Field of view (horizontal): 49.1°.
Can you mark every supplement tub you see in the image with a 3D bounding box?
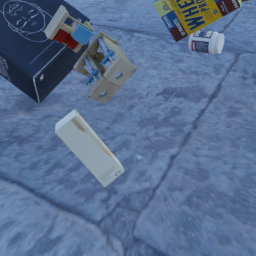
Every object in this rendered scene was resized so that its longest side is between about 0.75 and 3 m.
[{"bbox_3d":[2.714,-2.981,9.728,1.060,0.744,0.744,18,40,28],"label":"supplement tub"}]

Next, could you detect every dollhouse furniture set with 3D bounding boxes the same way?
[{"bbox_3d":[-0.911,-1.476,5.992,1.631,1.143,1.150,18,32,-47],"label":"dollhouse furniture set"}]

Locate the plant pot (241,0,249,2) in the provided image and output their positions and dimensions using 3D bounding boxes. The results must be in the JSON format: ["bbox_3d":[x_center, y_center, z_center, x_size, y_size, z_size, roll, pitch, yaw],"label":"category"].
[{"bbox_3d":[3.467,-4.470,8.320,1.952,1.952,0.901,0,59,0],"label":"plant pot"}]

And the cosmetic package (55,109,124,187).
[{"bbox_3d":[-0.687,0.343,5.002,0.471,1.326,0.698,-39,19,-3],"label":"cosmetic package"}]

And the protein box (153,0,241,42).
[{"bbox_3d":[1.474,-2.756,5.819,1.393,0.940,1.383,-21,29,35],"label":"protein box"}]

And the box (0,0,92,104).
[{"bbox_3d":[-2.839,-2.566,7.449,2.999,1.606,2.226,37,68,2],"label":"box"}]
